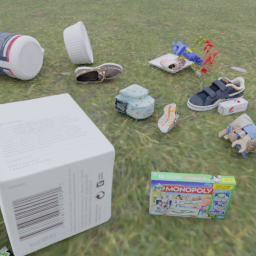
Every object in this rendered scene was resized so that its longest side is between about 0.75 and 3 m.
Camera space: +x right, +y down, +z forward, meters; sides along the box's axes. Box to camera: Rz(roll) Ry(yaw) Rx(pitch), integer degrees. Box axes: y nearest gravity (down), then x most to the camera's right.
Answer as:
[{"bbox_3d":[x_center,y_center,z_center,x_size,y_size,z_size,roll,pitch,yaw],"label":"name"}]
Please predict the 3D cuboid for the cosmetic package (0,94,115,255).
[{"bbox_3d":[-2.036,0.920,6.907,2.363,2.361,2.864,-14,39,-27],"label":"cosmetic package"}]

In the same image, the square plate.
[{"bbox_3d":[2.250,-3.339,14.579,1.699,0.244,1.715,-29,45,-33],"label":"square plate"}]

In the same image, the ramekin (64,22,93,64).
[{"bbox_3d":[-2.553,-4.277,14.422,0.993,2.133,2.133,-13,37,4],"label":"ramekin"}]

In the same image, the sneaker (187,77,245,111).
[{"bbox_3d":[3.601,-1.481,11.449,2.570,1.021,1.008,-16,41,-18],"label":"sneaker"}]

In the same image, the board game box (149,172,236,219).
[{"bbox_3d":[1.510,1.679,6.908,1.944,1.308,0.283,3,37,4],"label":"board game box"}]

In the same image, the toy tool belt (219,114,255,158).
[{"bbox_3d":[3.708,0.439,8.997,1.114,1.132,1.813,-31,32,12],"label":"toy tool belt"}]

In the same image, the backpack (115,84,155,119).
[{"bbox_3d":[0.332,-0.996,10.773,1.386,1.063,1.219,35,43,27],"label":"backpack"}]

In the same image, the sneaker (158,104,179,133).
[{"bbox_3d":[1.529,-0.270,10.035,0.604,0.596,1.543,-10,31,30],"label":"sneaker"}]

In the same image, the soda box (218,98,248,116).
[{"bbox_3d":[4.143,-0.844,11.079,1.156,0.394,0.368,-13,38,-18],"label":"soda box"}]

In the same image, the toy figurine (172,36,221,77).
[{"bbox_3d":[2.946,-3.954,13.738,1.783,1.569,2.975,22,29,-21],"label":"toy figurine"}]

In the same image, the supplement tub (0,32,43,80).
[{"bbox_3d":[-5.732,-3.489,13.292,2.858,2.006,2.006,15,39,19],"label":"supplement tub"}]

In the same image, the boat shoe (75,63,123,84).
[{"bbox_3d":[-1.364,-2.479,12.985,2.240,0.805,0.667,-4,40,1],"label":"boat shoe"}]

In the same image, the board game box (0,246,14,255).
[{"bbox_3d":[-2.246,3.468,5.377,2.423,0.284,1.270,26,46,31],"label":"board game box"}]

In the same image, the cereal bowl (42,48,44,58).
[{"bbox_3d":[-5.138,-3.839,14.971,1.386,0.577,1.386,0,37,0],"label":"cereal bowl"}]

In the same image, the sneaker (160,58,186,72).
[{"bbox_3d":[2.351,-3.075,13.747,1.480,0.557,0.774,-6,35,-26],"label":"sneaker"}]
